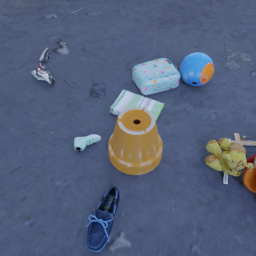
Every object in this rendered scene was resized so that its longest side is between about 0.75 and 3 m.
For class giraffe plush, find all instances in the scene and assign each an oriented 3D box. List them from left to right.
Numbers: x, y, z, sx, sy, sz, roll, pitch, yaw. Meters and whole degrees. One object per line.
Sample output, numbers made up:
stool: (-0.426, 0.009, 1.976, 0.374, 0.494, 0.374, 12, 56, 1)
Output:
giraffe plush: (3.448, 1.015, 9.408, 1.383, 1.299, 1.602, -8, 74, -6)

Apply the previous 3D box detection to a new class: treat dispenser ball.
treat dispenser ball: (3.148, -2.683, 12.848, 1.513, 1.513, 1.513, 0, 50, 0)

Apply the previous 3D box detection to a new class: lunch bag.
lunch bag: (1.351, -2.403, 13.045, 2.064, 0.796, 1.656, -18, 52, -14)

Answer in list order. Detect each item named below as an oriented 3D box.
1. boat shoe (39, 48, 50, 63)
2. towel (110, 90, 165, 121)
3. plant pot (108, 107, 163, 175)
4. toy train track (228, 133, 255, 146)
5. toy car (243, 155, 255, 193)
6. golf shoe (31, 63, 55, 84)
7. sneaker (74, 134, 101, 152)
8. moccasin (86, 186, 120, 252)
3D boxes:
boat shoe: (-4.283, -3.766, 14.580, 0.358, 0.415, 1.142, 35, 37, -27)
towel: (0.409, -0.915, 12.108, 2.037, 0.313, 1.520, 20, 53, 15)
plant pot: (0.268, 0.331, 10.024, 2.043, 1.870, 2.043, 0, 50, 0)
toy train track: (4.710, 0.533, 10.906, 1.746, 0.284, 1.001, 3, 50, 1)
toy car: (4.943, 1.417, 9.322, 2.439, 2.134, 1.829, -21, 17, -17)
golf shoe: (-4.013, -2.453, 13.325, 0.692, 0.606, 1.571, -38, 52, -9)
sneaker: (-1.551, 0.617, 10.754, 1.052, 0.387, 0.620, -9, 44, 5)
moccasin: (-0.826, 2.732, 8.764, 0.829, 0.703, 2.061, 9, 50, 8)
